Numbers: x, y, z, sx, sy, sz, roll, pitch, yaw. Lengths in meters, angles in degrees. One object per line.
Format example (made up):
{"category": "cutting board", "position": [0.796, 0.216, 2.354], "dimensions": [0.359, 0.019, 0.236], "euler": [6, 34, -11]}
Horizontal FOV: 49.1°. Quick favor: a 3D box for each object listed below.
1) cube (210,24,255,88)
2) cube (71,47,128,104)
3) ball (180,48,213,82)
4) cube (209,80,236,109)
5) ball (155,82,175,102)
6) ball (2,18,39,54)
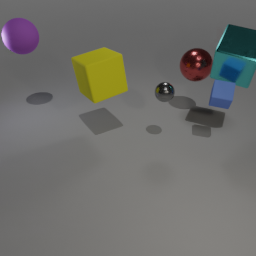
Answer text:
{"category": "cube", "position": [3.847, -2.500, 9.799], "dimensions": [1.400, 1.400, 1.400], "euler": [21, 65, 18]}
{"category": "cube", "position": [-1.019, -1.933, 10.098], "dimensions": [1.400, 1.400, 1.400], "euler": [-24, 34, -21]}
{"category": "ball", "position": [2.914, -2.693, 11.973], "dimensions": [1.400, 1.400, 1.400], "euler": [0, 31, 0]}
{"category": "cube", "position": [3.267, -1.165, 9.762], "dimensions": [0.700, 0.700, 0.700], "euler": [12, 71, 12]}
{"category": "ball", "position": [1.282, -1.253, 9.797], "dimensions": [0.700, 0.700, 0.700], "euler": [0, 31, 0]}
{"category": "ball", "position": [-4.298, -3.678, 11.247], "dimensions": [1.400, 1.400, 1.400], "euler": [0, 31, 0]}
